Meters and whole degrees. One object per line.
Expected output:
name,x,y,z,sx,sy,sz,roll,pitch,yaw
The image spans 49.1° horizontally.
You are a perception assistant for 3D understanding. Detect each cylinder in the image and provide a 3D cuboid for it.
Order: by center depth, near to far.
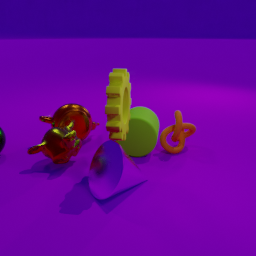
cylinder,0.261,0.074,7.188,1.031,1.031,1.031,3,20,8

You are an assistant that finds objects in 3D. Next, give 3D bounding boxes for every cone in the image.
cone,-0.005,0.923,5.576,1.133,1.129,1.129,19,6,-35

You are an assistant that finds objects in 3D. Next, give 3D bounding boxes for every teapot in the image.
teapot,-1.533,-0.146,7.764,1.814,1.128,0.888,7,10,-28

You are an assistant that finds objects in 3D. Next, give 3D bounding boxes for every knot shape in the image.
knot shape,1.239,0.172,7.147,0.498,1.078,1.008,24,71,41

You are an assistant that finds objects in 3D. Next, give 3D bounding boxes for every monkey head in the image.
monkey head,-1.548,0.269,6.406,0.847,1.011,1.406,40,52,16

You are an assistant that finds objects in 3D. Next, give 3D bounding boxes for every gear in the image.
gear,-0.165,-0.443,5.460,0.253,1.370,1.370,3,20,9

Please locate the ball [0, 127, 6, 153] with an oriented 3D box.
ball,-3.453,0.288,6.761,0.935,0.935,0.935,0,20,0
